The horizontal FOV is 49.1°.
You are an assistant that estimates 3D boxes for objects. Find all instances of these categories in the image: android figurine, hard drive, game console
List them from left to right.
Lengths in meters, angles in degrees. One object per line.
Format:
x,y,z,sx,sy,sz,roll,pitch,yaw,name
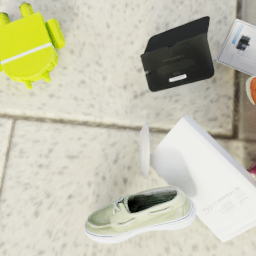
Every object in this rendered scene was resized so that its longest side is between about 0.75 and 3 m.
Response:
-2.883,-2.286,7.923,2.218,0.500,2.437,-23,80,-1,android figurine
1.380,-1.968,7.552,1.830,1.065,1.610,-11,99,32,game console
1.684,1.129,6.079,2.524,1.665,0.337,46,43,12,hard drive

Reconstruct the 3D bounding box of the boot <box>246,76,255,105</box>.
4.063,-0.529,7.326,2.415,1.295,0.906,43,83,-26,boot

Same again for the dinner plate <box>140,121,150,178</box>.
0.393,0.518,6.905,0.169,1.397,1.397,0,78,-1,dinner plate

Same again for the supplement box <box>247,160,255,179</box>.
3.655,0.908,6.012,1.509,2.734,1.171,39,86,21,supplement box

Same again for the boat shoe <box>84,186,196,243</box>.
0.105,1.878,6.409,2.818,1.014,0.874,-20,119,22,boat shoe

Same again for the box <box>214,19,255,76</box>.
3.591,-1.988,7.593,2.083,0.626,1.215,25,109,4,box
